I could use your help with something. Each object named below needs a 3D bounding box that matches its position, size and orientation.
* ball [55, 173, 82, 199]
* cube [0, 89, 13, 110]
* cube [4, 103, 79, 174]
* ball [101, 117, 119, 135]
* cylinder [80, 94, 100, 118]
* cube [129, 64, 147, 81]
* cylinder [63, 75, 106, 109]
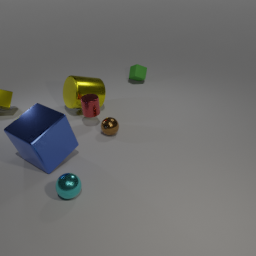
[{"bbox_3d":[-1.619,1.575,7.638,0.700,0.700,0.700,0,29,0],"label":"ball"},{"bbox_3d":[-5.363,-1.218,11.965,0.700,0.700,0.700,11,-11,-23],"label":"cube"},{"bbox_3d":[-2.681,0.300,8.837,1.400,1.400,1.400,21,53,32],"label":"cube"},{"bbox_3d":[-0.685,-0.065,10.632,0.700,0.700,0.700,0,29,0],"label":"ball"},{"bbox_3d":[-1.458,-0.877,10.906,0.700,0.700,0.700,-2,35,2],"label":"cylinder"},{"bbox_3d":[0.549,-3.067,15.600,0.700,0.700,0.700,12,-6,-31],"label":"cube"},{"bbox_3d":[-1.917,-1.534,12.214,1.400,1.400,1.400,-2,24,-37],"label":"cylinder"}]
